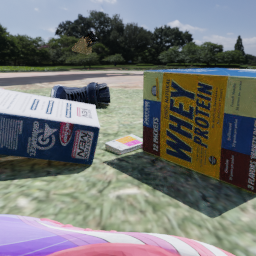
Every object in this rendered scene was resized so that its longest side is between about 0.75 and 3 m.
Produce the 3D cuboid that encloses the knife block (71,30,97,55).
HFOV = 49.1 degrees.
[{"bbox_3d":[-1.671,-3.318,10.695,1.027,0.902,0.329,20,31,24],"label":"knife block"}]

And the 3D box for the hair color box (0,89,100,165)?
[{"bbox_3d":[-2.139,-0.107,5.691,2.960,0.896,1.480,9,20,-14],"label":"hair color box"}]

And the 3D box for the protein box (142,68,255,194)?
[{"bbox_3d":[2.180,-0.291,5.915,2.692,1.830,2.712,-11,18,-37],"label":"protein box"}]

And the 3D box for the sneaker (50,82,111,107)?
[{"bbox_3d":[-1.830,-1.306,11.535,2.044,1.075,2.829,0,13,11],"label":"sneaker"}]

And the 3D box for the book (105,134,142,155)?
[{"bbox_3d":[-0.032,0.392,6.628,0.858,0.206,0.573,-13,21,-40],"label":"book"}]

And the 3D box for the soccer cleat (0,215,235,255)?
[{"bbox_3d":[-0.423,1.117,2.242,2.954,0.985,1.130,-2,13,7],"label":"soccer cleat"}]
